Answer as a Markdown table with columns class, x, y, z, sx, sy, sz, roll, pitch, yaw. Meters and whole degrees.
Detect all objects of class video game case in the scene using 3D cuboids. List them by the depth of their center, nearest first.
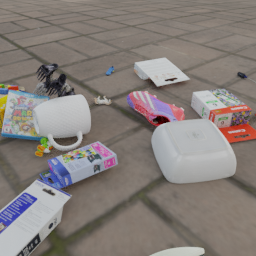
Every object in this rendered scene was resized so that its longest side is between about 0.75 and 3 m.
| class | x | y | z | sx | sy | sz | roll | pitch | yaw |
| --- | --- | --- | --- | --- | --- | --- | --- | --- | --- |
| video game case | -3.790 | -0.498 | 10.555 | 1.552 | 0.193 | 2.169 | 8 | 48 | -22 |

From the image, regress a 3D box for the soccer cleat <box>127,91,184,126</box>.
| class | x | y | z | sx | sy | sz | roll | pitch | yaw |
| --- | --- | --- | --- | --- | --- | --- | --- | --- | --- |
| soccer cleat | 0.919 | -0.710 | 11.273 | 2.845 | 0.949 | 1.088 | 26 | 52 | 32 |

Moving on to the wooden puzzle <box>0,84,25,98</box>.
| class | x | y | z | sx | sy | sz | roll | pitch | yaw |
| --- | --- | --- | --- | --- | --- | --- | --- | --- | --- |
| wooden puzzle | -5.941 | -1.748 | 13.017 | 1.579 | 0.395 | 1.705 | 7 | 26 | 10 |

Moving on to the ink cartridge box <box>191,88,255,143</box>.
| class | x | y | z | sx | sy | sz | roll | pitch | yaw |
| --- | --- | --- | --- | --- | --- | --- | --- | --- | --- |
| ink cartridge box | 3.891 | -0.593 | 11.164 | 1.594 | 0.737 | 2.926 | -8 | 34 | -12 |

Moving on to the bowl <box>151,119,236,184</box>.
| class | x | y | z | sx | sy | sz | roll | pitch | yaw |
| --- | --- | --- | --- | --- | --- | --- | --- | --- | --- |
| bowl | 2.142 | 0.546 | 9.227 | 2.463 | 0.921 | 2.467 | -5 | 38 | -9 |

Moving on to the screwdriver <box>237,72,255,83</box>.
| class | x | y | z | sx | sy | sz | roll | pitch | yaw |
| --- | --- | --- | --- | --- | --- | --- | --- | --- | --- |
| screwdriver | 6.307 | -2.576 | 14.550 | 0.243 | 0.233 | 1.672 | -39 | 38 | -2 |

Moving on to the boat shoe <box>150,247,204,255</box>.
| class | x | y | z | sx | sy | sz | roll | pitch | yaw |
| --- | --- | --- | --- | --- | --- | --- | --- | --- | --- |
| boat shoe | 0.563 | 3.173 | 5.811 | 2.565 | 0.934 | 0.792 | -10 | 78 | -26 |

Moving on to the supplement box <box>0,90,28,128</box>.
| class | x | y | z | sx | sy | sz | roll | pitch | yaw |
| --- | --- | --- | --- | --- | --- | --- | --- | --- | --- |
| supplement box | -4.637 | -0.768 | 11.307 | 0.890 | 0.884 | 1.625 | 19 | 39 | 26 |

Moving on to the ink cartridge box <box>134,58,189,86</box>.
| class | x | y | z | sx | sy | sz | roll | pitch | yaw |
| --- | --- | --- | --- | --- | --- | --- | --- | --- | --- |
| ink cartridge box | 1.744 | -2.819 | 14.811 | 2.008 | 0.621 | 2.476 | -15 | 47 | -22 |

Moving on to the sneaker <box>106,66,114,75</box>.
| class | x | y | z | sx | sy | sz | roll | pitch | yaw |
| --- | --- | --- | --- | --- | --- | --- | --- | --- | --- |
| sneaker | -0.998 | -3.162 | 15.383 | 0.267 | 0.318 | 0.810 | 15 | 38 | 17 |

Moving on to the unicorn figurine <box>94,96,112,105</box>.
| class | x | y | z | sx | sy | sz | roll | pitch | yaw |
| --- | --- | --- | --- | --- | --- | --- | --- | --- | --- |
| unicorn figurine | -1.086 | -1.211 | 12.544 | 0.856 | 0.316 | 0.588 | -15 | 45 | 3 |

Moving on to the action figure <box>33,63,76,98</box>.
| class | x | y | z | sx | sy | sz | roll | pitch | yaw |
| --- | --- | --- | --- | --- | --- | --- | --- | --- | --- |
| action figure | -2.810 | -1.309 | 11.055 | 1.520 | 2.978 | 1.770 | -40 | 78 | -10 |

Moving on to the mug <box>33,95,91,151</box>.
| class | x | y | z | sx | sy | sz | roll | pitch | yaw |
| --- | --- | --- | --- | --- | --- | --- | --- | --- | --- |
| mug | -2.325 | -0.138 | 9.940 | 1.750 | 1.474 | 1.996 | -11 | 68 | -27 |

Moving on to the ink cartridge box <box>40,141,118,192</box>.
| class | x | y | z | sx | sy | sz | roll | pitch | yaw |
| --- | --- | --- | --- | --- | --- | --- | --- | --- | --- |
| ink cartridge box | -1.564 | 1.124 | 8.685 | 2.177 | 0.457 | 1.299 | -22 | 27 | -25 |

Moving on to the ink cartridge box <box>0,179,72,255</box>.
| class | x | y | z | sx | sy | sz | roll | pitch | yaw |
| --- | --- | --- | --- | --- | --- | --- | --- | --- | --- |
| ink cartridge box | -2.682 | 2.445 | 6.893 | 1.323 | 0.522 | 2.661 | 19 | 40 | 26 |

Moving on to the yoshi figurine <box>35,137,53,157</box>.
| class | x | y | z | sx | sy | sz | roll | pitch | yaw |
| --- | --- | --- | --- | --- | --- | --- | --- | --- | --- |
| yoshi figurine | -2.926 | 0.599 | 9.652 | 0.500 | 0.498 | 0.890 | -13 | 16 | 13 |
